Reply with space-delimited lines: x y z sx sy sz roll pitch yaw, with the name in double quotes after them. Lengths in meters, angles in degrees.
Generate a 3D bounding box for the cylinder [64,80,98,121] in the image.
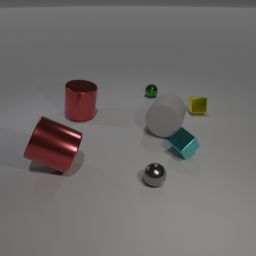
-2.111 -1.254 12.500 1.400 1.400 1.400 7 31 -4 "cylinder"

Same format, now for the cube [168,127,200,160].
1.925 0.531 9.639 0.700 0.700 0.700 -44 52 -2 "cube"

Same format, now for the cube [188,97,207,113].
3.247 -1.091 13.085 0.700 0.700 0.700 0 11 -1 "cube"

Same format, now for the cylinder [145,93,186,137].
1.537 -0.532 11.214 1.400 1.400 1.400 8 26 16 "cylinder"

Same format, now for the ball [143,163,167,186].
0.804 1.391 8.374 0.700 0.700 0.700 0 27 0 "ball"

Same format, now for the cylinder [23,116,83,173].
-2.339 0.526 8.812 1.400 1.400 1.400 24 23 -14 "cylinder"

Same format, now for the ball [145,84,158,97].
1.263 -1.999 15.048 0.700 0.700 0.700 0 27 0 "ball"
